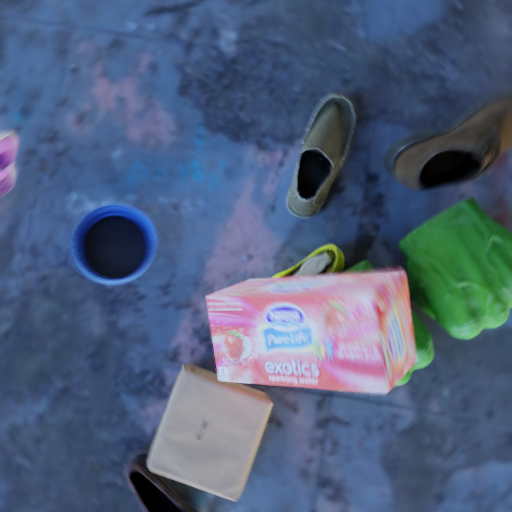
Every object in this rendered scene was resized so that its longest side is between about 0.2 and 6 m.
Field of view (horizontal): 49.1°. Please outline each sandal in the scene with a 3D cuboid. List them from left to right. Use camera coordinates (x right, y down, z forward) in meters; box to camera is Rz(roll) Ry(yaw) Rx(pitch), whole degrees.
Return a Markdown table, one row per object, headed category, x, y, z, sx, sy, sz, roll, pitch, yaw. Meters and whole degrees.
| category | x | y | z | sx | sy | sz | roll | pitch | yaw |
| --- | --- | --- | --- | --- | --- | --- | --- | --- | --- |
| sandal | -4.473 | -1.261 | 9.760 | 0.467 | 0.773 | 1.900 | 30 | 111 | 0 |

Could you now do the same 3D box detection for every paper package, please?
| category | x | y | z | sx | sy | sz | roll | pitch | yaw |
| --- | --- | --- | --- | --- | --- | --- | --- | --- | --- |
| paper package | -0.766 | 2.936 | 9.503 | 1.669 | 0.906 | 1.751 | 21 | 85 | 1 |

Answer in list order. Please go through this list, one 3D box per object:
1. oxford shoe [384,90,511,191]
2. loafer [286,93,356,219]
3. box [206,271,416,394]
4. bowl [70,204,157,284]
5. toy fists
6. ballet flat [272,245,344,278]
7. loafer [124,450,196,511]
| category | x | y | z | sx | sy | sz | roll | pitch | yaw |
| --- | --- | --- | --- | --- | --- | --- | --- | --- | --- |
| oxford shoe | 3.861 | -1.864 | 9.627 | 3.029 | 1.279 | 1.101 | -28 | 125 | 2 |
| loafer | 1.221 | -1.820 | 9.972 | 0.896 | 0.830 | 2.382 | 18 | 85 | 2 |
| box | 0.786 | 1.075 | 8.390 | 2.800 | 1.325 | 1.437 | -3 | 98 | 33 |
| bowl | -2.490 | -0.193 | 9.871 | 1.476 | 0.290 | 1.476 | 2 | 69 | -5 |
| toy fists | 2.706 | 0.812 | 9.508 | 3.944 | 1.356 | 2.011 | -30 | 74 | -2 |
| ballet flat | 0.589 | 0.557 | 9.790 | 2.273 | 0.762 | 0.759 | -37 | 78 | -3 |
| loafer | -1.562 | 4.369 | 9.490 | 0.793 | 0.695 | 2.206 | -36 | 86 | -3 |
